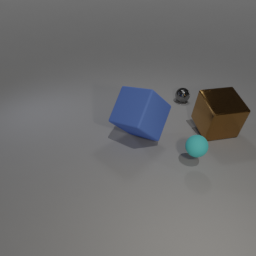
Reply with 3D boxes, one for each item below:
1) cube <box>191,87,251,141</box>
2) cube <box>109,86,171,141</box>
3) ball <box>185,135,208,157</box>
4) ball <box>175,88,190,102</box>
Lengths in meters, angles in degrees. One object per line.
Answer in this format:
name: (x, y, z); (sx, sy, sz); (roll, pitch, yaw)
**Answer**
cube: (3.403, -0.531, 10.505); (1.400, 1.400, 1.400); (-7, 48, -12)
cube: (0.441, -0.515, 9.956); (1.400, 1.400, 1.400); (14, -11, 40)
ball: (2.140, 0.563, 8.716); (0.700, 0.700, 0.700); (0, 30, 0)
ball: (2.598, -1.566, 13.330); (0.700, 0.700, 0.700); (0, 30, 0)
